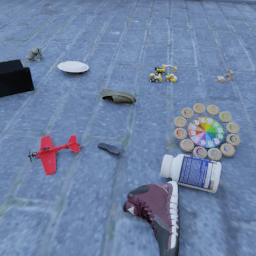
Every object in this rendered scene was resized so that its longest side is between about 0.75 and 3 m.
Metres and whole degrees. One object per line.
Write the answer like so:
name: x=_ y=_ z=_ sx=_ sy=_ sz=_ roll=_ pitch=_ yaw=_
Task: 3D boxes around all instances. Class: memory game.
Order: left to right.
memory game: x=2.516 y=0.075 z=8.977 sx=2.181 sy=0.139 sz=2.181 roll=0 pitch=58 yaw=0

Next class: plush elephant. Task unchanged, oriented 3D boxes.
plush elephant: x=-4.610 y=-3.717 z=13.857 sx=0.755 sy=0.710 sz=0.917 roll=-23 pitch=44 yaw=-26

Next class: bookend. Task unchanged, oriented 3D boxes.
bookend: x=-5.398 y=-2.284 z=11.788 sx=2.229 sy=1.033 sz=2.243 roll=-17 pitch=41 yaw=-22

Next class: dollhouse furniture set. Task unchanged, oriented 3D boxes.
dollhouse furniture set: x=4.205 y=-2.347 z=12.395 sx=0.778 sy=0.380 sz=0.663 roll=3 pitch=38 yaw=3

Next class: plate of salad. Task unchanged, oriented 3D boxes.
plate of salad: x=-2.533 y=-2.780 z=12.982 sx=1.421 sy=0.341 sz=1.421 roll=6 pitch=30 yaw=-3

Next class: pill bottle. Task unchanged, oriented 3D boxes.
pill bottle: x=1.678 y=1.175 z=7.571 sx=1.498 sy=0.831 sz=0.831 roll=12 pitch=40 yaw=14

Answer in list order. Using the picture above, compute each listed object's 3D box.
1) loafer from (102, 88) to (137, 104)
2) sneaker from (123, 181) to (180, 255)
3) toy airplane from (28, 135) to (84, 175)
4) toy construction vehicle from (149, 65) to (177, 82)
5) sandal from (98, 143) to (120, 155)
loafer: x=-0.377 y=-1.132 z=10.823 sx=1.447 sy=0.544 sz=0.504 roll=13 pitch=57 yaw=17
sneaker: x=0.501 y=2.144 z=6.464 sx=1.353 sy=0.886 sz=2.342 roll=1 pitch=28 yaw=9
toy airplane: x=-2.195 y=0.679 z=8.618 sx=1.729 sy=0.318 sz=1.729 roll=0 pitch=40 yaw=0
toy construction vehicle: x=1.575 y=-2.442 z=12.468 sx=1.226 sy=0.432 sz=1.067 roll=5 pitch=39 yaw=6
sandal: x=-0.582 y=0.666 z=8.784 sx=0.853 sy=0.183 sz=0.324 roll=20 pitch=35 yaw=37
